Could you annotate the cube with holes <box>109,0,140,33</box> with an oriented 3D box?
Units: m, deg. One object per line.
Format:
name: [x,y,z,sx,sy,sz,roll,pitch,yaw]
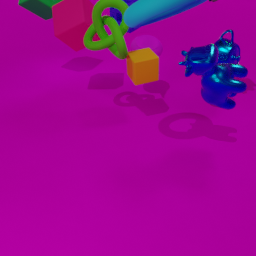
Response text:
cube with holes: [-0.031,-4.165,10.263,0.913,0.913,0.913,24,47,26]

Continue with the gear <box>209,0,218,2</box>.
gear: [3.017,-3.915,7.357,1.870,0.346,1.870,-21,9,4]

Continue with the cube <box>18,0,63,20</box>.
cube: [-2.959,-4.697,9.882,1.152,1.152,1.152,7,-8,43]

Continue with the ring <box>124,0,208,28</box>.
ring: [0.738,-2.267,5.138,1.714,0.343,1.714,-19,14,5]

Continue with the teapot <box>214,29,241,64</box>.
teapot: [2.883,-2.030,8.214,1.039,1.670,0.818,-30,37,-35]

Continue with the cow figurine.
cow figurine: [1.894,-1.157,6.454,1.579,1.605,0.881,14,61,7]

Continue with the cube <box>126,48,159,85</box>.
cube: [0.411,-1.768,8.028,0.733,0.733,0.733,-15,41,-12]

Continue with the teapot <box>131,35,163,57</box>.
teapot: [0.638,-2.517,9.399,1.074,0.846,1.727,-20,56,-19]

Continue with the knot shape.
knot shape: [-0.452,-2.468,7.414,0.720,1.559,1.459,-27,83,-49]

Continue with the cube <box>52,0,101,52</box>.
cube: [-1.596,-3.360,8.972,1.136,1.136,1.136,-17,71,23]
